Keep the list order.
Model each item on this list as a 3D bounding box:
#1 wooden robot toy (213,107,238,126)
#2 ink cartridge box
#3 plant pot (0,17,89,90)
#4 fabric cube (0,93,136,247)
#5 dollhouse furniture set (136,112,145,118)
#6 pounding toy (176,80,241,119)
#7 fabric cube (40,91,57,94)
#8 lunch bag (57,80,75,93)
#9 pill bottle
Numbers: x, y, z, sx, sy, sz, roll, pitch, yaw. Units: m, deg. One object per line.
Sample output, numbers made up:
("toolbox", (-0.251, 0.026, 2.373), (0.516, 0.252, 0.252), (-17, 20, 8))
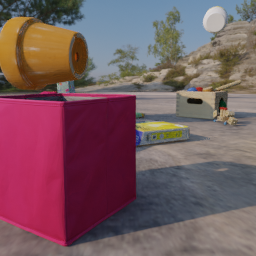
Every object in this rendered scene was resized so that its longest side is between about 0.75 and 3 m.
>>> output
("wooden robot toy", (4.434, -0.491, 12.305), (0.753, 0.731, 1.660), (9, 8, -14))
("ink cartridge box", (0.379, 0.097, 9.148), (2.296, 0.540, 2.269), (-3, 10, -27))
("plant pot", (-3.174, -2.965, 11.398), (2.662, 2.908, 2.908), (6, 11, 15))
("fabric cube", (-0.931, 0.353, 4.094), (1.641, 1.667, 1.672), (5, 11, 31))
("dollhouse furniture set", (0.057, -0.951, 14.733), (0.917, 0.708, 1.834), (-7, 12, -34))
("pounding toy", (4.286, -1.570, 14.840), (2.659, 1.890, 2.447), (7, 12, 35))
("fabric cube", (-4.055, -1.149, 14.000), (1.063, 1.066, 1.046), (8, 36, 39))
("lunch bag", (-4.099, -2.527, 19.004), (0.899, 2.334, 1.871), (-3, 12, 3))
("pill bottle", (3.113, -3.828, 9.940), (0.841, 0.841, 1.502), (3, 27, 17))
